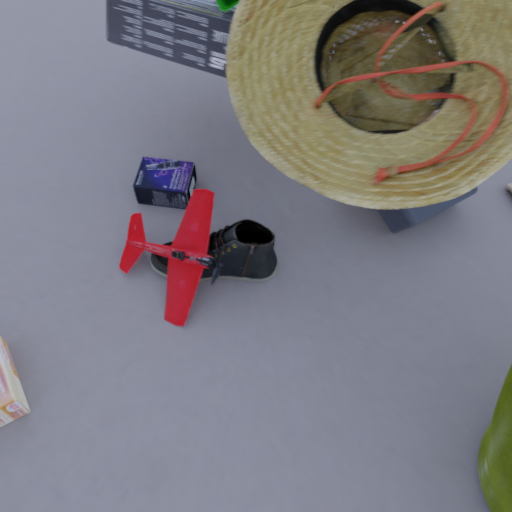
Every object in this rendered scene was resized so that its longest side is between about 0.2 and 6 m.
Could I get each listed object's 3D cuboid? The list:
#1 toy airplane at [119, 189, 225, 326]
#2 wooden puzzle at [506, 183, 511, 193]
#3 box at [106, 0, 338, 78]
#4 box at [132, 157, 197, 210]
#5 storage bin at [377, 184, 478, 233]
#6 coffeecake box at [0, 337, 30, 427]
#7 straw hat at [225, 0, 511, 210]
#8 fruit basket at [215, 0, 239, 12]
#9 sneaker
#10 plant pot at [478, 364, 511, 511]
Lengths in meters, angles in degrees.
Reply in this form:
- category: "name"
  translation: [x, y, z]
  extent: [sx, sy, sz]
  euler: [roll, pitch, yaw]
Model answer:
- category: "toy airplane"
  translation: [-1.246, -0.084, 7.970]
  extent: [2.003, 0.368, 2.003]
  euler: [-6, 80, 33]
- category: "wooden puzzle"
  translation: [5.132, -0.758, 8.842]
  extent: [1.638, 0.330, 1.771]
  euler: [-19, 59, -11]
- category: "box"
  translation: [-0.175, -3.322, 8.235]
  extent: [3.154, 0.785, 2.487]
  euler: [23, 36, 20]
- category: "box"
  translation: [-1.460, -1.172, 9.027]
  extent: [0.888, 0.463, 0.657]
  euler: [6, 58, 3]
- category: "storage bin"
  translation: [2.477, -1.133, 8.710]
  extent: [1.696, 1.235, 1.139]
  euler: [-26, 89, -16]
- category: "coffeecake box"
  translation: [-3.810, 1.776, 7.092]
  extent: [1.462, 0.534, 1.122]
  euler: [-25, 61, -15]
- category: "straw hat"
  translation: [1.456, -2.031, 6.362]
  extent: [3.439, 1.455, 3.439]
  euler: [-1, 85, 19]
- category: "fruit basket"
  translation: [-0.432, -3.603, 6.854]
  extent: [0.801, 1.110, 1.110]
  euler: [-20, 53, 25]
- category: "sneaker"
  translation: [-0.629, -0.141, 8.046]
  extent: [1.877, 0.997, 0.702]
  euler: [1, 57, 1]
- category: "plant pot"
  translation: [3.698, 1.854, 5.496]
  extent: [3.138, 3.021, 3.138]
  euler: [2, 52, -3]
